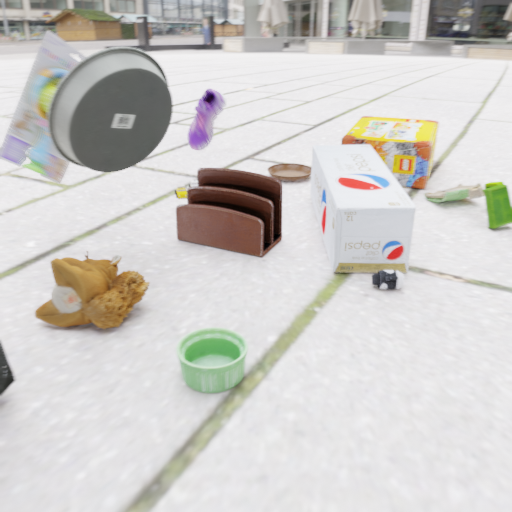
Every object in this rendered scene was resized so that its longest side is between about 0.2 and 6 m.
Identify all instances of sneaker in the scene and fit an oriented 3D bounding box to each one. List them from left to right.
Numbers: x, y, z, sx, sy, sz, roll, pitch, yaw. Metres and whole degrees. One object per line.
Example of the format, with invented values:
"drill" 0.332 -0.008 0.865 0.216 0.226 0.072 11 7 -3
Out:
"sneaker" -1.130 -2.995 12.077 0.570 1.418 0.627 21 -5 8

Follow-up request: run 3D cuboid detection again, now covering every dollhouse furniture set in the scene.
"dollhouse furniture set" 5.212 -1.223 13.527 1.163 0.899 2.327 -15 9 -14

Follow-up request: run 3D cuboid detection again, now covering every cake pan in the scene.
"cake pan" -2.461 -2.464 9.926 2.404 2.404 0.441 -21 54 -37

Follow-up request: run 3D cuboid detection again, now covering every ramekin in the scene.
"ramekin" -0.602 1.448 7.738 0.977 0.477 0.977 0 25 0

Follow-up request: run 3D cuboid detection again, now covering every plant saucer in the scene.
"plant saucer" 0.972 -2.367 16.052 1.326 0.243 1.326 1 26 0

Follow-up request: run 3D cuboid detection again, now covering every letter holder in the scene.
"letter holder" -0.568 -0.987 11.725 2.049 1.456 1.030 12 28 23

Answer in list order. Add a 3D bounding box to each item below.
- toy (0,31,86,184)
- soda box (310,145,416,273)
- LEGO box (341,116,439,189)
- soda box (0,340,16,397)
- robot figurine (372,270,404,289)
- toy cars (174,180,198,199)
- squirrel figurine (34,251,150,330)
"toy" -3.995 -2.923 11.438 0.637 2.699 1.554 22 -2 33
"soda box" 2.133 -1.202 12.244 1.500 1.402 4.405 0 25 -1
"LEGO box" 3.971 -3.140 16.478 2.412 1.250 3.239 9 27 18
"soda box" -4.073 0.063 5.707 1.448 4.573 1.618 10 35 15
"robot figurine" 2.367 0.422 10.050 0.558 0.348 0.420 1 32 2
"toy cars" -1.805 -1.823 14.871 0.543 0.268 1.211 13 28 24
"squirrel figurine" -2.580 0.550 9.289 1.558 1.103 1.454 20 18 8
